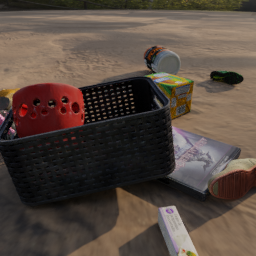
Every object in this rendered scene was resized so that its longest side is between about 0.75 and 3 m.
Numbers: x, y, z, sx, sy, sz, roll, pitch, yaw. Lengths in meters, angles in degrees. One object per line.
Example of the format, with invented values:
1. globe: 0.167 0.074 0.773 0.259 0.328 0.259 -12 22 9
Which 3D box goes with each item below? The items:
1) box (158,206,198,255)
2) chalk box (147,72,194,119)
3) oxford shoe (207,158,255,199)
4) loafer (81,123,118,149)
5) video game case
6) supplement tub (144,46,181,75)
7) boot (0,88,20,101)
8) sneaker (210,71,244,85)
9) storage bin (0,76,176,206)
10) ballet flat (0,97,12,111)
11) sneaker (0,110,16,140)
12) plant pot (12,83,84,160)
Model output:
1. box: 0.755 1.721 3.904 0.291 0.311 1.502 -4 27 -9
2. chalk box: 1.005 -1.067 8.538 1.034 1.027 1.657 -21 34 -36
3. oxford shoe: 2.022 0.922 5.303 1.586 0.561 0.585 -7 17 -30
4. loafer: -0.726 0.204 5.797 0.505 0.491 1.384 19 -23 -35
5. video game case: 0.873 0.505 6.346 2.717 0.258 1.941 19 33 34
6. supplement tub: 1.381 -2.859 11.936 1.107 1.107 1.808 -9 28 -17
7. boot: -3.909 -0.957 9.026 1.002 0.492 1.399 3 23 17
8. sneaker: 3.941 -2.066 11.054 1.305 0.509 0.556 24 35 39
9. storage bin: -0.719 0.117 5.420 2.904 1.361 1.963 -11 27 -4
10. ballet flat: -4.391 -0.548 8.177 2.350 0.545 0.792 -2 61 8
11. sneaker: -2.875 -0.050 7.053 0.892 0.739 1.870 -8 27 -39
12. plant pot: -1.433 -0.057 5.249 1.314 1.197 1.314 -11 -14 -3
